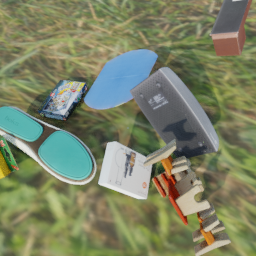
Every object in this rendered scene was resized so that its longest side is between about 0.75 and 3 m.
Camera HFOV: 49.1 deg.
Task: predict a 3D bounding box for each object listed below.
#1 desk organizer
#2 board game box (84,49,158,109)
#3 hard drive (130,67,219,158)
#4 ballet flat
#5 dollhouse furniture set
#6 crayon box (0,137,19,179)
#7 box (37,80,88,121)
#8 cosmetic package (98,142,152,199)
[{"bbox_3d":[3.466,-3.486,9.117,0.848,0.910,2.365,7,58,34],"label":"desk organizer"},{"bbox_3d":[-0.104,-1.257,7.810,1.851,0.456,2.343,0,52,35],"label":"board game box"},{"bbox_3d":[1.045,-0.289,6.271,0.441,1.404,2.082,-40,97,-32],"label":"hard drive"},{"bbox_3d":[-1.909,0.446,6.561,2.920,1.014,1.014,29,59,16],"label":"ballet flat"},{"bbox_3d":[0.938,1.229,5.361,0.944,1.814,1.833,-30,91,10],"label":"dollhouse furniture set"},{"bbox_3d":[-3.126,0.790,6.061,1.280,0.325,0.813,-21,98,10],"label":"crayon box"},{"bbox_3d":[-1.782,-0.798,7.747,0.870,0.240,1.274,10,53,22],"label":"box"},{"bbox_3d":[-0.012,0.925,5.968,0.307,1.189,0.896,-12,58,46],"label":"cosmetic package"}]
